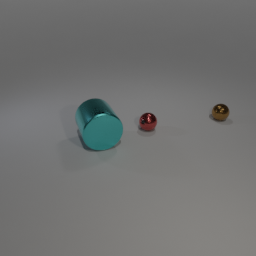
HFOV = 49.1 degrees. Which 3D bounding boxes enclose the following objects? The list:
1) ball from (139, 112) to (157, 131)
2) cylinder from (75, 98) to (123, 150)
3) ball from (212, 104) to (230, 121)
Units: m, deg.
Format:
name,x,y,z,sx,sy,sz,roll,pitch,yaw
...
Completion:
name,x,y,z,sx,sy,sz,roll,pitch,yaw
ball,0.770,-0.246,10.730,0.700,0.700,0.700,0,29,0
cylinder,-1.040,-0.149,9.821,1.400,1.400,1.400,-10,30,-17
ball,3.790,-0.650,11.468,0.700,0.700,0.700,0,29,0
